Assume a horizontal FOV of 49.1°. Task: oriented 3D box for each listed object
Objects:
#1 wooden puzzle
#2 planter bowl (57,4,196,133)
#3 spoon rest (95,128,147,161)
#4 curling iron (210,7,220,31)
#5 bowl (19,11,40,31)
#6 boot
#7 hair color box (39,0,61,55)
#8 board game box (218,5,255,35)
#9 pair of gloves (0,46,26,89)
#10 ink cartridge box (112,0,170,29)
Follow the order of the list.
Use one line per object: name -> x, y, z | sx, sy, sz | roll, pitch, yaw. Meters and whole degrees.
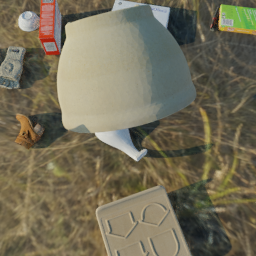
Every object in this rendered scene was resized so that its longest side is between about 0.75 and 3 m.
wooden puzzle -> 0.360, 2.602, 6.741 | 1.827, 0.457, 1.972 | -18, 73, -7
planter bowl -> -0.185, -1.253, 5.372 | 2.678, 2.678, 1.803 | -16, 108, -7
spoon rest -> -0.209, 0.266, 7.727 | 0.921, 0.562, 1.853 | -37, 59, -16
curling iron -> 2.995, -3.702, 9.529 | 0.260, 0.134, 1.050 | 13, 69, 6
bowl -> -3.342, -3.647, 9.397 | 0.759, 0.341, 0.759 | 0, 68, 0
boot -> -2.918, 0.097, 7.855 | 0.980, 0.376, 0.760 | 32, 75, 5
hair color box -> -2.468, -3.247, 8.967 | 0.496, 0.822, 1.619 | -4, 66, -1
board game box -> 4.083, -3.610, 9.418 | 1.984, 0.297, 0.948 | 8, 68, 6
pair of gloves -> -4.145, -1.873, 8.671 | 1.807, 0.317, 1.536 | 0, 63, -3
ink cartridge box -> 0.293, -3.283, 9.211 | 1.934, 0.393, 1.938 | 11, 68, 4
